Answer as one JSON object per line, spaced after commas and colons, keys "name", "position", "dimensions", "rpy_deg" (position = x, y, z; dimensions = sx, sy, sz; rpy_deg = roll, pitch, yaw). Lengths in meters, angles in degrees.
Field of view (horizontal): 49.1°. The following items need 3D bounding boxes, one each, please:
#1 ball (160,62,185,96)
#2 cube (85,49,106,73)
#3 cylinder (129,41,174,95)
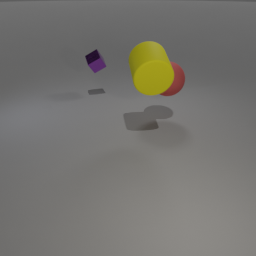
{"name": "ball", "position": [1.623, -2.003, 11.460], "dimensions": [1.400, 1.400, 1.400], "rpy_deg": [0, 28, 0]}
{"name": "cube", "position": [-1.590, -3.285, 13.803], "dimensions": [0.700, 0.700, 0.700], "rpy_deg": [-28, 55, 11]}
{"name": "cylinder", "position": [0.786, -2.102, 9.863], "dimensions": [1.400, 1.400, 1.400], "rpy_deg": [-3, 43, -6]}
